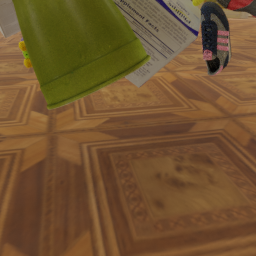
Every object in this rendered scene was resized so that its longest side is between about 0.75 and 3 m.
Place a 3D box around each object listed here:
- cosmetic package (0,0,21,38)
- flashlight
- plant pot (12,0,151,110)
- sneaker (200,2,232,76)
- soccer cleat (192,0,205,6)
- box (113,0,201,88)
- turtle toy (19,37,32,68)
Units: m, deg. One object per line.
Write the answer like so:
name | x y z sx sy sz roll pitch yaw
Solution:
cosmetic package | -3.580 -3.561 8.204 0.900 1.774 0.632 -35 81 -18
flashlight | 3.107 -2.599 6.454 2.199 0.747 0.745 40 54 6
plant pot | -1.109 -1.992 5.704 2.450 2.359 2.450 -23 17 8
sneaker | 2.697 -2.714 8.869 0.841 2.399 0.984 17 61 43
soccer cleat | 2.086 -3.494 7.119 0.338 1.044 0.437 13 47 -46
box | 0.283 -2.935 8.097 2.463 2.678 1.405 34 50 -19
turtle toy | -3.290 -3.050 10.022 1.289 1.769 0.894 -22 46 -21
